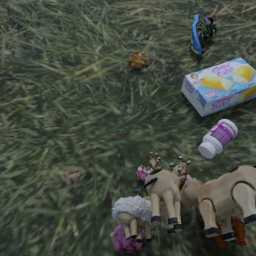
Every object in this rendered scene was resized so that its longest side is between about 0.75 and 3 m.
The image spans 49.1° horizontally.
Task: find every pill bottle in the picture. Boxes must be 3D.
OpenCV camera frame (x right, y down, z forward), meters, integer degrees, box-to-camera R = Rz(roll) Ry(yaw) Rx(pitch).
[{"bbox_3d":[1.920,0.244,6.022,0.486,0.486,0.866,38,66,25],"label":"pill bottle"}]

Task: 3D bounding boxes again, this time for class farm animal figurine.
[{"bbox_3d":[1.124,1.488,5.666,2.909,2.349,1.463,2,54,-7],"label":"farm animal figurine"},{"bbox_3d":[0.882,1.165,6.941,1.297,0.652,1.047,6,35,9],"label":"farm animal figurine"}]

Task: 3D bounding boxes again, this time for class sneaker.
[{"bbox_3d":[2.792,-3.514,10.284,0.894,0.765,2.158,7,50,13],"label":"sneaker"}]

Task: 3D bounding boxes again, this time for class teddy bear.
[{"bbox_3d":[0.371,-2.381,9.774,0.695,0.320,0.958,-6,45,-13],"label":"teddy bear"}]

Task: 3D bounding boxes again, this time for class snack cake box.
[{"bbox_3d":[2.913,-1.294,8.657,2.134,0.717,1.227,-20,57,-15],"label":"snack cake box"}]
